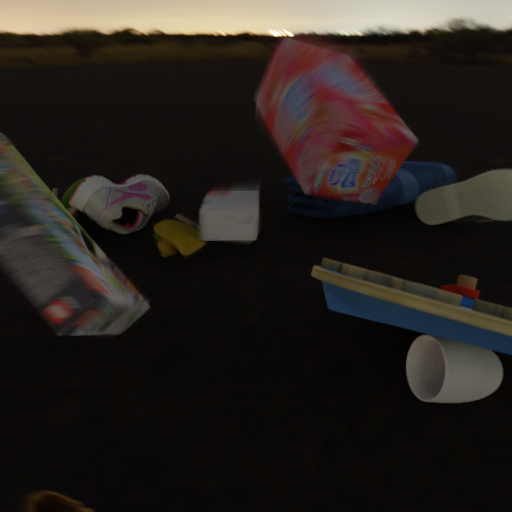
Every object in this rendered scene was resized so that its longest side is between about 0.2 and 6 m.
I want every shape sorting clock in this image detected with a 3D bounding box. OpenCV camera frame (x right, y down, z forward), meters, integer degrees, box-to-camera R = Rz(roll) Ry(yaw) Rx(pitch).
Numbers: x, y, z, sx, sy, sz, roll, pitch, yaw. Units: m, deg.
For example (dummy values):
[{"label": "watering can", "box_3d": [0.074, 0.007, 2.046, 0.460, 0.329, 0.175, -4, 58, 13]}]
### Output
[{"label": "shape sorting clock", "box_3d": [2.434, 0.596, 6.615, 3.643, 0.715, 3.643, 12, -1, 0]}]

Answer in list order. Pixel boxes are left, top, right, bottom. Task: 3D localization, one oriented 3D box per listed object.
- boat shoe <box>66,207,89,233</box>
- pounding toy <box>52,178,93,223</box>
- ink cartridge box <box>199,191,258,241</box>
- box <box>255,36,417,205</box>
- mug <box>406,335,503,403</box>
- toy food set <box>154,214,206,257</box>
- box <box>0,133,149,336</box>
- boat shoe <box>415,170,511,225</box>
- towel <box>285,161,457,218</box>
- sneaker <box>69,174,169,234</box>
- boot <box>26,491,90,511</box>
[{"label": "boat shoe", "box_3d": [-3.744, -0.428, 10.503, 0.664, 0.734, 2.058, -6, 16, 2]}, {"label": "pounding toy", "box_3d": [-3.602, -1.026, 11.707, 0.616, 1.025, 1.328, 39, 38, 17]}, {"label": "ink cartridge box", "box_3d": [-0.477, -0.779, 10.606, 1.031, 0.582, 1.405, 0, 22, 2]}, {"label": "box", "box_3d": [1.378, -2.634, 10.735, 1.625, 1.556, 3.259, 5, 43, -27]}, {"label": "mug", "box_3d": [2.276, 1.323, 6.565, 0.893, 0.752, 1.019, 6, -9, -18]}, {"label": "toy food set", "box_3d": [-1.406, -0.252, 10.274, 0.897, 0.498, 1.525, 26, 17, 4]}, {"label": "box", "box_3d": [-2.863, -0.467, 6.940, 3.425, 0.595, 1.885, 48, -1, 8]}, {"label": "boat shoe", "box_3d": [4.527, -1.148, 11.052, 0.814, 0.973, 2.723, -13, 4, -41]}, {"label": "towel", "box_3d": [2.562, -1.483, 12.378, 3.581, 0.869, 1.999, -12, 17, -30]}, {"label": "sneaker", "box_3d": [-2.562, -0.949, 11.401, 1.083, 0.999, 2.455, 48, 29, 15]}, {"label": "boot", "box_3d": [-0.995, 2.334, 3.630, 1.633, 1.169, 0.575, 19, 31, 36]}]
